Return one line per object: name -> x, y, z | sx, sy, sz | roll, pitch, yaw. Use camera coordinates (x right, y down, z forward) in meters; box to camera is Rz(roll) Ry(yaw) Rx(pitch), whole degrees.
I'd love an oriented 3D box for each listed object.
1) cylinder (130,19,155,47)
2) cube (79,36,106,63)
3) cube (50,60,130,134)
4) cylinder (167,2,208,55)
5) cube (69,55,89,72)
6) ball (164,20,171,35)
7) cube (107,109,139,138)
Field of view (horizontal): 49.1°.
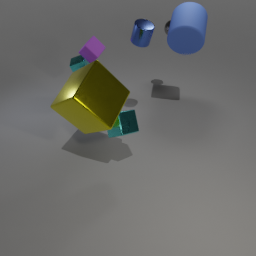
cylinder -> 0.494, -3.280, 9.686 | 0.700, 0.700, 0.700 | 8, 49, -9
cube -> -1.508, -3.277, 11.757 | 0.700, 0.700, 0.700 | -19, 35, 55
cube -> -1.072, -0.826, 8.072 | 1.400, 1.400, 1.400 | -10, 47, 50
cylinder -> 2.300, -3.827, 10.821 | 1.400, 1.400, 1.400 | 8, 61, 12
cube -> -2.072, -2.712, 12.280 | 0.700, 0.700, 0.700 | -17, 40, 10
ball -> 1.930, -4.335, 12.181 | 0.700, 0.700, 0.700 | 0, 33, 0
cube -> -0.193, -0.130, 8.535 | 0.700, 0.700, 0.700 | -12, 1, -40
